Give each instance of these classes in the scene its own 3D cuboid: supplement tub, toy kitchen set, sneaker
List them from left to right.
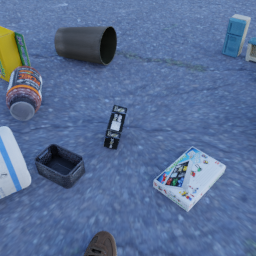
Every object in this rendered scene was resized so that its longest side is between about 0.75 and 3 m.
[{"bbox_3d":[-3.511,1.035,6.113,2.348,1.549,1.549,-23,46,-23],"label":"supplement tub"},{"bbox_3d":[-3.310,-1.103,8.987,1.058,1.058,1.978,-8,42,-9],"label":"supplement tub"},{"bbox_3d":[-0.601,2.590,4.950,0.654,0.701,1.857,7,42,8],"label":"sneaker"},{"bbox_3d":[4.814,-3.030,10.801,2.711,1.597,2.172,27,47,28],"label":"toy kitchen set"}]

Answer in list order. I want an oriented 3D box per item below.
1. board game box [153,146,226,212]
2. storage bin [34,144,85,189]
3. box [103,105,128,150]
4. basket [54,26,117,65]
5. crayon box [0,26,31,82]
[{"bbox_3d":[1.532,1.183,6.905,1.029,0.282,1.630,33,50,32],"label":"board game box"},{"bbox_3d":[-1.696,0.942,7.023,1.088,0.510,0.736,20,45,23],"label":"storage bin"},{"bbox_3d":[-0.350,-0.024,7.767,0.413,0.786,0.960,15,49,-2],"label":"box"},{"bbox_3d":[-1.763,-3.455,11.484,2.148,1.461,1.937,9,34,16],"label":"basket"},{"bbox_3d":[-4.884,-2.869,10.444,2.884,1.813,0.744,26,47,27],"label":"crayon box"}]
